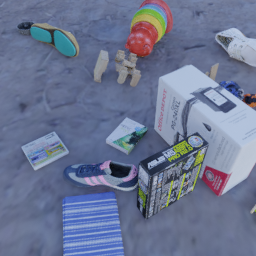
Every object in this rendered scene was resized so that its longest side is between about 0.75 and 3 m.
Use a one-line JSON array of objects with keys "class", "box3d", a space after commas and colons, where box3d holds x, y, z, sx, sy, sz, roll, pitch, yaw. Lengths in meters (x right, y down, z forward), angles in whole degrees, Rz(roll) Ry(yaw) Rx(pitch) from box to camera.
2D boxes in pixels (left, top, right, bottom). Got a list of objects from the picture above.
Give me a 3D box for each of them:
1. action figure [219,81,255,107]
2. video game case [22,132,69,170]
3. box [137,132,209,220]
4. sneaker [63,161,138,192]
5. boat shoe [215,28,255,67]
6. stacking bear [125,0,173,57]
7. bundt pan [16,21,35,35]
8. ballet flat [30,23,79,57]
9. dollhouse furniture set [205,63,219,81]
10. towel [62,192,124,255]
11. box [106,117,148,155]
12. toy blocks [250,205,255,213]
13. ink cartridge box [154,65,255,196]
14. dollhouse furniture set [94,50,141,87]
[{"class": "action figure", "box3d": [3.531, -0.740, 8.886, 2.220, 1.200, 2.295, 8, 23, 14]}, {"class": "video game case", "box3d": [-2.441, 0.651, 8.259, 1.078, 0.119, 0.981, -27, 52, -24]}, {"class": "box", "box3d": [0.978, 1.167, 6.508, 1.580, 1.972, 0.436, -26, 52, -21]}, {"class": "sneaker", "box3d": [-0.730, 1.109, 7.326, 2.053, 0.842, 0.720, 3, 47, 3]}, {"class": "boat shoe", "box3d": [4.481, -3.175, 11.320, 0.973, 0.994, 2.807, -12, 39, -11]}, {"class": "stacking bear", "box3d": [0.782, -4.096, 11.847, 1.716, 1.607, 2.826, 13, 53, 13]}, {"class": "bundt pan", "box3d": [-4.724, -4.642, 13.089, 0.876, 0.329, 0.876, 0, 48, 0]}, {"class": "ballet flat", "box3d": [-2.939, -3.915, 11.977, 2.981, 1.023, 0.940, 31, 45, 25]}, {"class": "dollhouse furniture set", "box3d": [2.555, -2.075, 10.328, 0.968, 0.829, 1.017, -31, 54, -26]}, {"class": "towel", "box3d": [-0.853, 2.391, 6.608, 1.345, 0.221, 1.857, -5, 48, -8]}, {"class": "box", "box3d": [-0.022, 0.222, 8.596, 0.818, 0.206, 1.133, 26, 54, 21]}, {"class": "toy blocks", "box3d": [3.717, 2.095, 6.685, 0.998, 0.435, 1.197, -33, 55, -28]}, {"class": "ink cartridge box", "box3d": [2.027, -0.012, 7.504, 1.209, 2.105, 2.899, -25, 52, -22]}, {"class": "dollhouse furniture set", "box3d": [-0.425, -2.180, 10.612, 1.526, 0.993, 1.402, 10, 44, -20]}]
